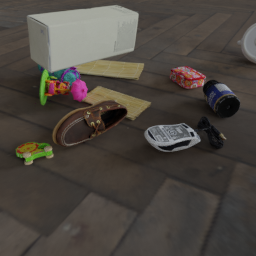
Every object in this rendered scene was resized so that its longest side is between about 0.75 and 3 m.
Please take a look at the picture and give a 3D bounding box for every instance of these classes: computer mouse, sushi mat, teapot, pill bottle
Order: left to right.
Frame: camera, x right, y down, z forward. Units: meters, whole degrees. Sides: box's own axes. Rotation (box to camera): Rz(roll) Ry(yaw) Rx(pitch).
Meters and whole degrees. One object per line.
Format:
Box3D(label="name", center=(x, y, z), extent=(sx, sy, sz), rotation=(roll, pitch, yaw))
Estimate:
Box3D(label="sushi mat", center=(-0.787, -2.256, 10.607), extent=(2.724, 0.165, 1.303), rotation=(8, 35, 11))
Box3D(label="sushi mat", center=(-0.407, -0.795, 8.473), extent=(2.084, 0.126, 0.997), rotation=(21, 40, 29))
Box3D(label="computer mouse", center=(1.302, 0.219, 6.742), extent=(2.001, 0.439, 1.097), rotation=(-6, 39, -19))
Box3D(label="pill bottle", center=(2.645, -0.891, 8.102), extent=(0.706, 0.706, 1.263), rotation=(-5, 34, -7))
Box3D(label="teapot", center=(5.459, -3.322, 11.117), extent=(1.285, 1.736, 1.759), rotation=(-3, 64, -58))

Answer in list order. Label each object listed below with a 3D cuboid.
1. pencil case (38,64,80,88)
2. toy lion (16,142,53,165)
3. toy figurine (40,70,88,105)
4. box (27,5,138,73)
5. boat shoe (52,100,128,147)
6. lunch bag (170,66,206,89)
Box3D(label="pencil case", center=(-2.398, -1.964, 9.585), extent=(1.802, 0.833, 0.767), rotation=(35, 15, 38))
Box3D(label="toy lion", center=(-2.180, 0.517, 6.473), extent=(0.757, 0.260, 0.726), rotation=(-16, 29, -22))
Box3D(label="toy figurine", center=(-1.880, -1.160, 8.497), extent=(1.289, 1.052, 1.401), rotation=(6, 8, -8))
Box3D(label="box", center=(-0.925, -2.087, 6.317), extent=(2.451, 1.007, 0.838), rotation=(-25, 47, -38))
Box3D(label="boat shoe", center=(-0.852, -0.157, 6.957), extent=(0.757, 0.758, 2.154), rotation=(19, 38, 31))
Box3D(label="lunch bag", center=(2.099, -1.761, 9.665), extent=(0.978, 0.455, 1.110), rotation=(-13, 36, -26))
